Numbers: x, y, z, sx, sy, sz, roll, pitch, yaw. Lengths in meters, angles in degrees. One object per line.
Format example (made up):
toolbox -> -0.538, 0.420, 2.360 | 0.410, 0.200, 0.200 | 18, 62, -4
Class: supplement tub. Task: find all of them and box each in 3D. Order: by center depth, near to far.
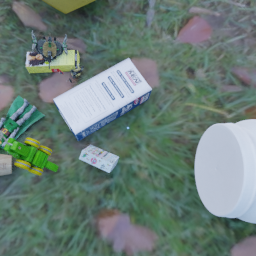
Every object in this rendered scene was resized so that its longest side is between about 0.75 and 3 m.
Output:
supplement tub -> 2.936, 0.836, 5.457 | 2.749, 1.929, 1.929 | 4, 67, -14

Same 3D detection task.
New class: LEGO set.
LEGO set -> -1.916, -1.897, 7.413 | 1.019, 0.445, 1.569 | -32, 105, -12

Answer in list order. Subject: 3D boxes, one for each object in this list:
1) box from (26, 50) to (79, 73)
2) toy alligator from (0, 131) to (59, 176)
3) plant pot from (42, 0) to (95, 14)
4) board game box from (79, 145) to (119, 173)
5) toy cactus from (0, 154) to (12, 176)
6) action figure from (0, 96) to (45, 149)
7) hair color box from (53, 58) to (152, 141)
box -> -2.041, -1.813, 7.651 | 1.385, 0.347, 0.521 | -4, 69, -2
toy alligator -> -2.219, 0.485, 5.804 | 0.556, 2.049, 0.608 | 7, 67, 29
plant pot -> -1.582, -4.599, 7.494 | 2.357, 2.079, 2.358 | -8, 55, 31
board game box -> -0.659, 0.699, 6.504 | 0.777, 0.573, 0.250 | 24, 104, 8
toy cactus -> -3.710, 0.781, 6.044 | 2.222, 1.377, 2.693 | 0, 79, -21
action figure -> -2.887, -0.030, 6.925 | 0.879, 0.407, 1.488 | 35, 76, 8
hair color box -> -0.607, -0.716, 7.002 | 2.172, 0.657, 1.086 | -31, 77, -12
